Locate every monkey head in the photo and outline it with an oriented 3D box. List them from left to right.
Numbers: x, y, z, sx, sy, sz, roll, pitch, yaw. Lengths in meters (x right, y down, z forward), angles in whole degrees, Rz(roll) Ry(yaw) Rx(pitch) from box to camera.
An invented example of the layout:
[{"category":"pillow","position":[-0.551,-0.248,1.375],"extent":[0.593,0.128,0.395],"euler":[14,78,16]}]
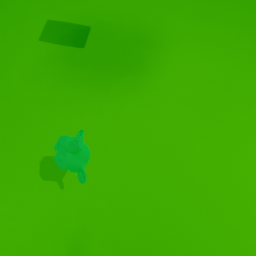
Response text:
[{"category":"monkey head","position":[-0.909,0.427,5.028],"extent":[0.766,0.642,1.065],"euler":[-26,59,36]}]
